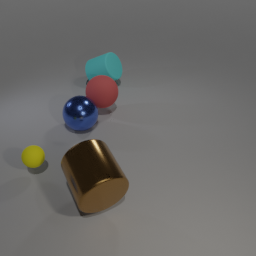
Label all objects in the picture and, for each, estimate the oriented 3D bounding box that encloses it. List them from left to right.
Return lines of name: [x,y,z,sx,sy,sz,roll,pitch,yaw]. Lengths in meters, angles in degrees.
ball: [-2.934,0.884,8.675,0.700,0.700,0.700,0,32,0]
ball: [-1.865,-0.576,11.015,1.400,1.400,1.400,0,32,0]
cylinder: [-0.887,1.256,7.399,1.400,1.400,1.400,-16,49,-24]
ball: [-1.110,-1.548,11.974,1.400,1.400,1.400,0,32,0]
cylinder: [-1.242,-3.035,14.467,1.400,1.400,1.400,-10,23,34]
